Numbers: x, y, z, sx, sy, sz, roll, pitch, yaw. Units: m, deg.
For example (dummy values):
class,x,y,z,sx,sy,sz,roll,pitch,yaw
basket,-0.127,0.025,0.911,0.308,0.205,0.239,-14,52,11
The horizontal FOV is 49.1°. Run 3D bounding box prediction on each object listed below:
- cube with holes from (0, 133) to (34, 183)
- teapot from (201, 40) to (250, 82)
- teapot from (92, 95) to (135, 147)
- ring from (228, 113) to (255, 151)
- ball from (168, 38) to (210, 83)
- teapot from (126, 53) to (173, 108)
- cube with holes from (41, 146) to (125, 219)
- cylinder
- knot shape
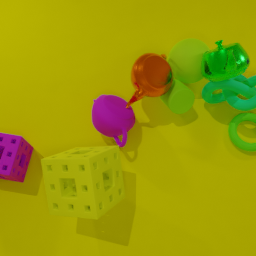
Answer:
class,x,y,z,sx,sy,sz,roll,pitch,yaw
cube with holes,-3.368,0.795,7.611,1.048,1.048,1.048,9,69,3
teapot,2.505,-1.802,7.330,1.257,2.022,0.990,-17,105,10
teapot,-0.508,-0.325,8.033,1.289,1.015,2.074,1,47,-38
ring,3.572,0.108,8.242,1.207,0.241,1.207,-2,68,4
ball,1.865,-2.018,8.461,1.324,1.324,1.324,0,71,0
teapot,0.567,-1.376,7.858,1.243,0.979,1.999,38,68,-14
cube with holes,-1.027,1.231,6.736,1.333,1.333,1.333,-4,96,27
cylinder,1.419,-0.927,8.208,0.791,0.791,0.791,-20,34,-7
knot shape,3.047,-1.093,8.128,1.782,1.904,0.880,-4,108,7
